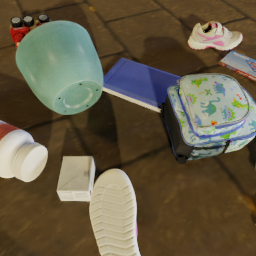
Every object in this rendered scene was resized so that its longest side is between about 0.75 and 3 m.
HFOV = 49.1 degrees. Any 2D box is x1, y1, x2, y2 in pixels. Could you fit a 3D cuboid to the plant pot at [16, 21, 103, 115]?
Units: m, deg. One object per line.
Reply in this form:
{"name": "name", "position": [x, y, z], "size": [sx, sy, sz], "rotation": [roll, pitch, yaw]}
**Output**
{"name": "plant pot", "position": [-2.141, -1.824, 9.696], "size": [2.782, 2.782, 2.233], "rotation": [-21, 65, -17]}

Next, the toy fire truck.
{"name": "toy fire truck", "position": [-4.266, -4.064, 12.499], "size": [1.871, 1.368, 2.126], "rotation": [-9, 62, -9]}

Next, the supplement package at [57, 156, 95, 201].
{"name": "supplement package", "position": [-1.475, 1.464, 8.145], "size": [0.892, 0.635, 1.146], "rotation": [0, 51, 1]}

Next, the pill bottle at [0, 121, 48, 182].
{"name": "pill bottle", "position": [-3.807, 0.579, 8.351], "size": [2.634, 1.478, 1.478], "rotation": [21, 53, 16]}

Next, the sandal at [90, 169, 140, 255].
{"name": "sandal", "position": [-0.230, 2.395, 6.648], "size": [1.154, 0.697, 2.835], "rotation": [-9, 84, 15]}

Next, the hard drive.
{"name": "hard drive", "position": [0.580, -1.730, 11.006], "size": [2.932, 0.372, 1.935], "rotation": [23, 54, 18]}

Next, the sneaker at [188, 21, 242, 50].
{"name": "sneaker", "position": [3.997, -4.203, 12.630], "size": [2.430, 1.072, 0.989], "rotation": [-3, 50, -3]}

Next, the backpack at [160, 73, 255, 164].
{"name": "backpack", "position": [2.683, -0.416, 8.773], "size": [2.703, 1.987, 2.474], "rotation": [-6, 59, -11]}

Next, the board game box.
{"name": "board game box", "position": [5.066, -2.572, 11.829], "size": [2.117, 0.206, 1.090], "rotation": [35, 59, 26]}
